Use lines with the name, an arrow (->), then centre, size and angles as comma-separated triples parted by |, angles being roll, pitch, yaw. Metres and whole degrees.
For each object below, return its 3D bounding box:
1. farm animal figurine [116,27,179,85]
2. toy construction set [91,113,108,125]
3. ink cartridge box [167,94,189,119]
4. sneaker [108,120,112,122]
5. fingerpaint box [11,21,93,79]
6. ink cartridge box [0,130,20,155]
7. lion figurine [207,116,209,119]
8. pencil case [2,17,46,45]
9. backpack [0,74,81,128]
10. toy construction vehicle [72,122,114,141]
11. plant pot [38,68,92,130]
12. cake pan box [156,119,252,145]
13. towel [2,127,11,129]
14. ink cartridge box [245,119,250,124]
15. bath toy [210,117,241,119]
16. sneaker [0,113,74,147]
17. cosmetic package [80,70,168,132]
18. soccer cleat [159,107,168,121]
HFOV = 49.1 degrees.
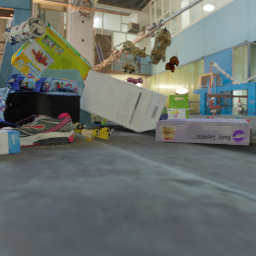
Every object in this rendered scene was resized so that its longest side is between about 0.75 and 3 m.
farm animal figurine -> 0.794, -2.965, 11.654 | 2.434, 1.965, 1.224 | -15, 36, 18
toy construction set -> -1.989, -0.722, 14.197 | 2.528, 1.165, 1.658 | -9, 31, -21
ink cartridge box -> 2.708, -1.046, 15.563 | 1.214, 1.642, 0.622 | 2, 4, 29
sneaker -> -1.591, -0.812, 18.794 | 1.857, 0.809, 0.692 | -3, 5, -25
fingerpaint box -> -3.621, -3.119, 13.540 | 2.931, 2.445, 1.075 | 41, 13, -35
ink cartridge box -> -2.328, 0.244, 4.573 | 0.657, 0.385, 0.897 | 4, 4, 45
lion figurine -> 3.353, -0.148, 11.177 | 1.020, 0.369, 0.624 | 9, 37, 25
pencil case -> -3.582, -3.329, 9.685 | 1.736, 0.675, 0.776 | 3, 32, 41
backpack -> -2.767, -0.654, 7.896 | 2.378, 1.600, 2.171 | 7, 6, 21
toy construction vehicle -> -0.989, 0.152, 6.860 | 0.984, 0.398, 1.130 | 12, 9, 14
plant pot -> -2.666, -1.159, 11.469 | 2.330, 2.373, 2.323 | 0, 3, -6
cake pan box -> 1.916, 0.033, 6.896 | 2.094, 0.548, 1.928 | 1, 6, 19
towel -> -3.972, 0.109, 6.523 | 2.754, 0.412, 2.015 | 3, 5, 43
ink cartridge box -> 3.145, -0.051, 8.734 | 1.115, 0.477, 0.823 | 2, 4, 14
bath toy -> 3.437, -0.157, 10.124 | 1.436, 0.531, 0.625 | -2, 4, -18
sneaker -> -2.026, 0.027, 5.851 | 1.774, 0.662, 0.715 | -3, 4, -35
cosmetic package -> -0.099, -0.979, 10.439 | 2.424, 1.490, 2.417 | 23, 10, 17
soccer cleat -> 0.885, -0.734, 15.050 | 2.575, 1.077, 0.833 | 1, 4, 14
